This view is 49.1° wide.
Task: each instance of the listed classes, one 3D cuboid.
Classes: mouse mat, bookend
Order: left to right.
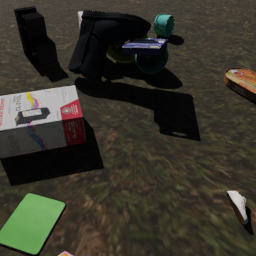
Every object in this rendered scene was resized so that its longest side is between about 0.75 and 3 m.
[{"bbox_3d":[-2.138,2.070,6.225,1.090,0.051,1.354,12,40,13],"label":"mouse mat"},{"bbox_3d":[-3.742,-3.701,11.584,0.910,1.963,1.975,-23,46,-26],"label":"bookend"}]

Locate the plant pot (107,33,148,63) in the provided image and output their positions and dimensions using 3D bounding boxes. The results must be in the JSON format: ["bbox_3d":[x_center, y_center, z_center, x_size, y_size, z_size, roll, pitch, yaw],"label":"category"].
[{"bbox_3d":[-0.189,-4.014,12.275,1.880,1.880,1.728,-5,29,-6],"label":"plant pot"}]

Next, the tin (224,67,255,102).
[{"bbox_3d":[4.492,-1.580,10.274,1.214,0.454,2.169,-18,43,-26],"label":"tin"}]

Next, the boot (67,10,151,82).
[{"bbox_3d":[-0.750,-2.887,10.284,2.928,2.460,1.118,16,5,23],"label":"boot"}]

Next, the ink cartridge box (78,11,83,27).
[{"bbox_3d":[-1.646,-3.992,12.093,0.727,1.730,1.263,-10,41,-12],"label":"ink cartridge box"}]

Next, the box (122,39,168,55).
[{"bbox_3d":[0.609,-2.750,9.505,1.230,0.329,2.030,6,24,13],"label":"box"}]

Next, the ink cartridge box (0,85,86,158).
[{"bbox_3d":[-2.591,-0.244,8.211,2.421,1.003,1.764,-10,41,-12],"label":"ink cartridge box"}]

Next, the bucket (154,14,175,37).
[{"bbox_3d":[1.806,-5.163,14.069,0.712,1.094,1.094,18,43,26],"label":"bucket"}]

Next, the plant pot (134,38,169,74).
[{"bbox_3d":[0.852,-3.012,11.352,1.317,1.317,1.057,-7,33,-9],"label":"plant pot"}]

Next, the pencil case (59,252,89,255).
[{"bbox_3d":[-1.595,3.164,4.012,1.262,1.262,2.887,30,46,31],"label":"pencil case"}]

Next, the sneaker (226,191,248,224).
[{"bbox_3d":[2.582,1.764,6.368,0.368,0.316,0.868,-6,39,-4],"label":"sneaker"}]
